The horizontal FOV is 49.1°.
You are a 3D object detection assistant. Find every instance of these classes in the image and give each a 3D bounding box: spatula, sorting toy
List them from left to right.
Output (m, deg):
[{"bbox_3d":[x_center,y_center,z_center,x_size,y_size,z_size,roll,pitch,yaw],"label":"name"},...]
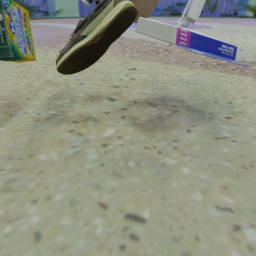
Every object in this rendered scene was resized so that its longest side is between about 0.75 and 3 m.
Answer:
[{"bbox_3d":[0.241,-4.094,9.405,1.598,0.291,1.479,-9,-14,-28],"label":"sorting toy"},{"bbox_3d":[2.300,-4.254,10.120,0.209,2.601,1.808,36,35,13],"label":"spatula"}]

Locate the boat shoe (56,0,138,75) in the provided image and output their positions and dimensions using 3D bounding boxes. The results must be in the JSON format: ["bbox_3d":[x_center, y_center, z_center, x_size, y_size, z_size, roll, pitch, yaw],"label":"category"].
[{"bbox_3d":[-1.022,-2.648,7.935,1.028,2.876,0.945,7,51,-59],"label":"boat shoe"}]

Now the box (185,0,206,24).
[{"bbox_3d":[1.306,-2.370,5.021,0.203,0.980,0.190,22,-1,-9],"label":"box"}]

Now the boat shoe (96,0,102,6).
[{"bbox_3d":[-0.885,-4.011,8.907,0.268,0.228,0.800,15,-6,-2],"label":"boat shoe"}]

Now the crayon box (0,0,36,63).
[{"bbox_3d":[-3.450,-2.851,8.439,0.663,1.616,2.570,-7,11,-1],"label":"crayon box"}]

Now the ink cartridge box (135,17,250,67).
[{"bbox_3d":[1.954,-2.606,8.358,2.580,0.569,2.628,2,24,-35],"label":"ink cartridge box"}]

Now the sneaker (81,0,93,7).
[{"bbox_3d":[-1.674,-5.346,10.472,1.439,0.781,0.504,53,25,5],"label":"sneaker"}]

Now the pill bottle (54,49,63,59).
[{"bbox_3d":[-2.118,-2.628,10.000,0.944,0.549,0.549,-33,31,-1],"label":"pill bottle"}]
